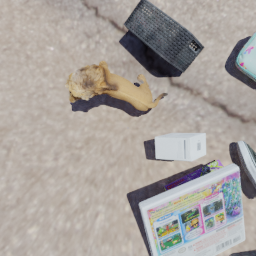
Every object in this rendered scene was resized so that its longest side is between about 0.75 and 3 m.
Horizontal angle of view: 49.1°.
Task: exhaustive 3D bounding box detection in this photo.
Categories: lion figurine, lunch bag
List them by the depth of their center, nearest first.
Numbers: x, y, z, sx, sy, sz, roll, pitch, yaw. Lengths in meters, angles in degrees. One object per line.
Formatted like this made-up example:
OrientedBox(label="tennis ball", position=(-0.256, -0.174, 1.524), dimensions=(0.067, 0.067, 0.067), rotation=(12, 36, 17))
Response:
OrientedBox(label="lion figurine", position=(-0.174, -1.034, 7.577), dimensions=(2.870, 1.040, 1.758), rotation=(12, 23, -6))
OrientedBox(label="lunch bag", position=(4.459, -2.325, 8.454), dimensions=(1.640, 0.788, 2.044), rotation=(42, 108, 13))

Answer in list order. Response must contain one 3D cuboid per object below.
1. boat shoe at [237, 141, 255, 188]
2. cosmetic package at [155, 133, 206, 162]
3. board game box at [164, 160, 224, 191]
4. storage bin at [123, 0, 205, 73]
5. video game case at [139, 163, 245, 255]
OrientedBox(label="boat shoe", position=(3.444, 1.054, 7.297), dimensions=(0.655, 0.666, 1.847), rotation=(-20, 49, 8))
OrientedBox(label="cosmetic package", position=(1.306, 0.446, 6.914), dimensions=(0.949, 0.946, 0.583), rotation=(2, 96, 36))
OrientedBox(label="board game box", position=(1.942, 1.637, 7.400), dimensions=(1.722, 0.278, 1.033), rotation=(-23, 69, -10))
OrientedBox(label="storage bin", position=(1.098, -2.844, 8.666), dimensions=(1.029, 1.484, 2.195), rotation=(-50, 63, 18))
OrientedBox(label="video game case", position=(1.545, 2.133, 6.286), dimensions=(2.355, 2.143, 0.279), rotation=(-19, 23, -13))
